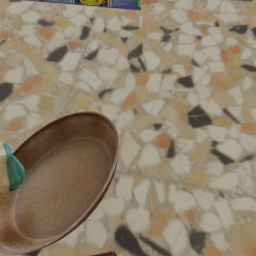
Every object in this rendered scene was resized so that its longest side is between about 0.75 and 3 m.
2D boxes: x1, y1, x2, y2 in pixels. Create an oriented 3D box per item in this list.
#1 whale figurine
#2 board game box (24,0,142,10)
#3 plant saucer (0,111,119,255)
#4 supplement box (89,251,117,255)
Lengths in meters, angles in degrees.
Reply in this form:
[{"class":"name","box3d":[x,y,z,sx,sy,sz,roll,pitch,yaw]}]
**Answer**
[{"class":"whale figurine","box3d":[-1.902,0.629,4.520,0.466,0.898,0.715,-7,43,-31]},{"class":"board game box","box3d":[-1.092,-3.413,5.371,2.874,1.945,0.495,9,22,8]},{"class":"plant saucer","box3d":[-1.215,0.831,4.689,2.651,0.485,2.651,-21,40,19]},{"class":"supplement box","box3d":[-0.504,2.905,4.372,0.890,0.691,1.613,-13,42,4]}]
